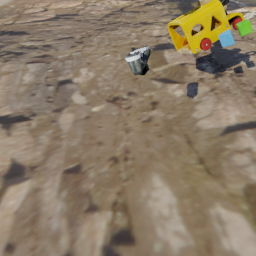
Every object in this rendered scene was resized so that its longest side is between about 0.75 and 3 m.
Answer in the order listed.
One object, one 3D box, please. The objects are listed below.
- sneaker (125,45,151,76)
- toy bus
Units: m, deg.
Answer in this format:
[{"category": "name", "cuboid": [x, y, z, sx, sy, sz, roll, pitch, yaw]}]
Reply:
[{"category": "sneaker", "cuboid": [0.230, -1.228, 5.194, 0.351, 0.477, 1.055, -11, 20, 21]}, {"category": "toy bus", "cuboid": [2.187, -2.937, 7.626, 2.070, 1.134, 2.194, -13, 29, 34]}]
